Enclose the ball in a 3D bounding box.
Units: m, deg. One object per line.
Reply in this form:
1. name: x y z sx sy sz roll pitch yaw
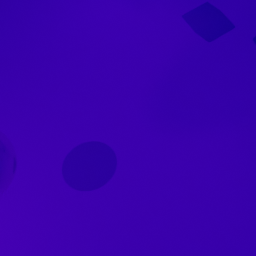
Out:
1. ball: -2.222 0.516 3.974 1.207 1.207 1.207 0 68 0
